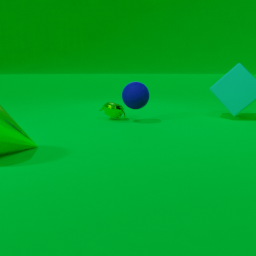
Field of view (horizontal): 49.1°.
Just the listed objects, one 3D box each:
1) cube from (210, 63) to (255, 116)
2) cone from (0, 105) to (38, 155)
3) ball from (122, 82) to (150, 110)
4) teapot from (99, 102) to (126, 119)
[{"bbox_3d":[3.757,-1.279,9.556,1.245,1.245,1.245,-43,-13,23],"label":"cube"},{"bbox_3d":[-2.378,0.200,5.619,1.301,1.301,1.306,12,-9,45],"label":"cone"},{"bbox_3d":[0.240,-1.015,8.786,0.871,0.871,0.871,0,12,0],"label":"ball"},{"bbox_3d":[-0.522,-0.565,9.353,1.115,0.546,0.693,23,12,30],"label":"teapot"}]
